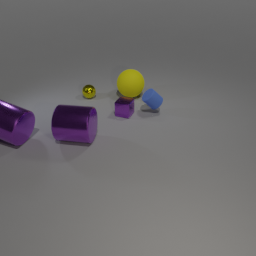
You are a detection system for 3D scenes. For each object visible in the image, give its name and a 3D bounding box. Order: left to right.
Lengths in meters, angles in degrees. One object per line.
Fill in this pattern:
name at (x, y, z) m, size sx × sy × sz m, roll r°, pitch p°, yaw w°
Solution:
cylinder at (-4.501, -0.211, 10.581) m, size 1.400 × 1.400 × 1.400 m, roll 20°, pitch 35°, yaw 9°
cylinder at (-2.009, -0.162, 10.733) m, size 1.400 × 1.400 × 1.400 m, roll 5°, pitch 32°, yaw 8°
ball at (-1.970, -1.848, 14.154) m, size 0.700 × 0.700 × 0.700 m, roll 0°, pitch 32°, yaw 0°
cube at (-0.150, -0.934, 12.658) m, size 0.700 × 0.700 × 0.700 m, roll 11°, pitch 33°, yaw 18°
ball at (0.133, -2.252, 14.130) m, size 1.400 × 1.400 × 1.400 m, roll 0°, pitch 32°, yaw 0°
cylinder at (1.106, -1.311, 12.674) m, size 0.700 × 0.700 × 0.700 m, roll -34°, pitch 36°, yaw 29°
